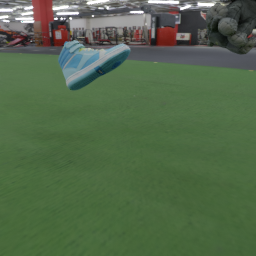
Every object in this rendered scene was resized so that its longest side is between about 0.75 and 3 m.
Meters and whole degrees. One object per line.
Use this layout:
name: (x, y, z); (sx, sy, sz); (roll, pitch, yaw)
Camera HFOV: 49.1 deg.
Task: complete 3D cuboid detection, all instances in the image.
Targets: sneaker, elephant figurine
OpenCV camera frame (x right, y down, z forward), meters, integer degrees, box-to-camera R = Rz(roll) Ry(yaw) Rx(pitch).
sneaker: (-1.091, -2.163, 8.107); (2.100, 1.371, 0.835); (-30, -12, 0)
elephant figurine: (2.472, -2.466, 5.629); (1.380, 1.778, 1.258); (41, 5, 38)
